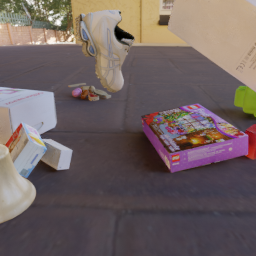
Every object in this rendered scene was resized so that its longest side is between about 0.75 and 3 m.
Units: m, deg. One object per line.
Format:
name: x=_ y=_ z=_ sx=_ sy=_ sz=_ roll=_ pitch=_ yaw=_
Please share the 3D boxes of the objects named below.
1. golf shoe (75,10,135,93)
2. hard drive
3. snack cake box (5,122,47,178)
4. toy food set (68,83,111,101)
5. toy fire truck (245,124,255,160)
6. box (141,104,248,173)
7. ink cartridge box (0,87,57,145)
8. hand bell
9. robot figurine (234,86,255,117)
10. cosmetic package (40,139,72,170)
golf shoe: x=-0.307 y=-1.683 z=6.508 sx=1.124 sy=2.312 sz=0.905 roll=-16 pitch=60 yaw=9
hard drive: x=2.296 y=-2.091 z=6.185 sx=2.994 sy=1.974 sz=0.393 roll=40 pitch=73 yaw=12
snack cake box: x=-2.392 y=0.459 z=6.420 sx=0.456 sy=0.780 sz=1.357 roll=34 pitch=1 yaw=-33
toy food set: x=-1.816 y=-1.535 z=12.584 sx=1.266 sy=0.314 sz=1.992 roll=-16 pitch=34 yaw=-36
toy fire truck: x=4.494 y=0.348 z=6.943 sx=2.825 sy=0.688 sz=1.992 roll=-13 pitch=24 yaw=-30
box: x=1.564 y=0.114 z=7.424 sx=1.863 sy=0.532 sz=2.723 roll=-12 pitch=22 yaw=-7
ink cartridge box: x=-3.854 y=-0.466 z=8.428 sx=2.740 sy=1.160 sz=1.980 roll=8 pitch=22 yaw=18
hand bell: x=-2.533 y=-0.035 z=4.689 sx=1.561 sy=2.999 sz=1.561 roll=0 pitch=21 yaw=0
robot figurine: x=4.867 y=-1.017 z=9.979 sx=1.946 sy=1.126 sz=1.707 roll=12 pitch=24 yaw=28
cosmetic package: x=-1.723 y=0.598 z=6.513 sx=0.918 sy=0.465 sz=0.327 roll=20 pitch=11 yaw=40
